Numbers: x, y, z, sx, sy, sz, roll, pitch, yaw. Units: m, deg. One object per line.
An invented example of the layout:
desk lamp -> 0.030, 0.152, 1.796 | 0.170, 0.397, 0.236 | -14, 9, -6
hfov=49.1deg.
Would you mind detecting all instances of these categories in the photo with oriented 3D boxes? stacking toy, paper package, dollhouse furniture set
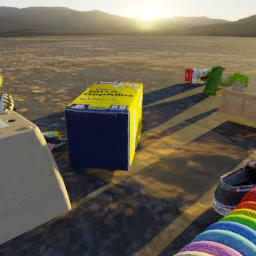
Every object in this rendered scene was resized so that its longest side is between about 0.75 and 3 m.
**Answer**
stacking toy -> 1.563, 1.594, 3.846 | 1.199, 1.199, 2.808 | 16, 21, 34
paper package -> 3.846, -0.561, 8.705 | 1.619, 0.837, 1.543 | 19, 8, 38
dollhouse furniture set -> 4.111, -1.880, 12.837 | 1.575, 1.207, 2.404 | 18, 2, -10

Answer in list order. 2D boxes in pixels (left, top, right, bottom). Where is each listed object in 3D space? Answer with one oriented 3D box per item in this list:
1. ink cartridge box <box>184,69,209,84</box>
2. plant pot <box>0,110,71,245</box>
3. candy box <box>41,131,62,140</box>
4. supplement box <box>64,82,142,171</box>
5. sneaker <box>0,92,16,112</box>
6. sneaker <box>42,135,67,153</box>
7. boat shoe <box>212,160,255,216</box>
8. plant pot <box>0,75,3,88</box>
ink cartridge box -> 3.584, -2.694, 14.534 | 1.213, 0.705, 0.408 | 1, 22, 3
plant pot -> -2.367, 0.728, 5.003 | 1.893, 1.676, 1.891 | -19, 29, -37
candy box -> -2.594, 0.363, 7.833 | 1.360, 0.180, 0.695 | -9, 22, -22
supplement box -> -0.481, -0.213, 7.489 | 1.480, 1.489, 2.720 | 4, 22, 8
sneaker -> -2.908, -0.303, 6.491 | 0.492, 0.454, 1.231 | -20, 60, 14
sneaker -> -2.148, 0.381, 7.359 | 1.224, 0.502, 0.429 | -9, 24, -21
boat shoe -> 2.589, 1.000, 5.520 | 2.239, 0.759, 0.803 | -11, 25, -25
plant pot -> -6.187, -1.845, 12.157 | 1.230, 1.230, 1.168 | -5, 36, -12
